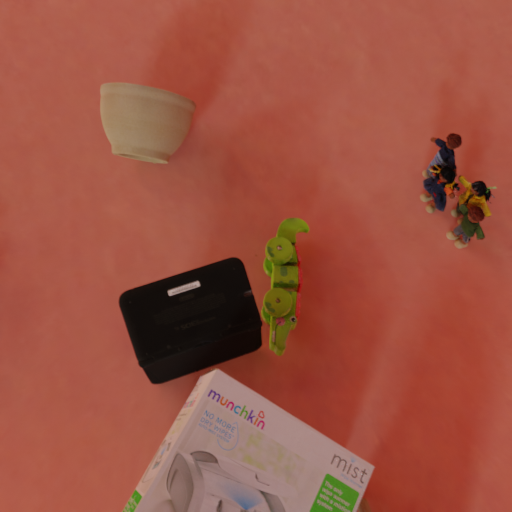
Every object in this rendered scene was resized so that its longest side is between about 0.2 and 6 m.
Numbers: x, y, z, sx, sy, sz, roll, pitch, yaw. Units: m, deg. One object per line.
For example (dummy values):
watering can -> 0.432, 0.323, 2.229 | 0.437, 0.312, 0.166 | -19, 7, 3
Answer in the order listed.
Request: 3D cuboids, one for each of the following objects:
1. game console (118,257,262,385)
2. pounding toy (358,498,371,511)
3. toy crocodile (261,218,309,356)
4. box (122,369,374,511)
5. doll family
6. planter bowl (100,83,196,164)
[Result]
game console -> -0.913, 1.003, 8.307 | 1.830, 1.065, 1.610 | -18, 94, -9
pounding toy -> 1.794, 4.356, 6.617 | 1.589, 2.057, 2.235 | 31, 67, 1
toy crocodile -> 0.471, 0.458, 9.075 | 0.714, 0.780, 2.312 | 4, 64, -1
box -> -0.120, 3.061, 7.235 | 2.483, 1.201, 2.191 | 34, 67, -5
doll family -> 3.442, -1.183, 9.656 | 0.810, 1.193, 2.064 | -28, 67, -13
planter bowl -> -2.015, -2.307, 10.096 | 1.708, 1.708, 1.150 | 10, 93, 5
